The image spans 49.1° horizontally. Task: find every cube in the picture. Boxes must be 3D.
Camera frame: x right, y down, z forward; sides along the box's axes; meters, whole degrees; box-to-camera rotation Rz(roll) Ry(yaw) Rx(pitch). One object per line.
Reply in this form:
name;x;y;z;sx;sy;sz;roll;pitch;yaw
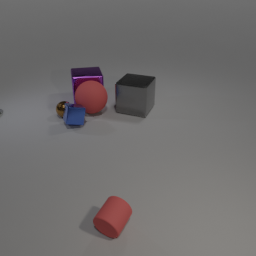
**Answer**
cube;-2.149;-0.556;11.151;0.700;0.700;0.700;3;16;-25
cube;-1.922;-1.990;13.252;1.400;1.400;1.400;-6;30;-11
cube;0.342;-1.469;12.339;1.400;1.400;1.400;11;31;18

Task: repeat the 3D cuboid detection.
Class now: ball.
ball;-2.703;-0.796;11.874;0.700;0.700;0.700;0;30;0
ball;-1.574;-1.326;12.034;1.400;1.400;1.400;0;30;0

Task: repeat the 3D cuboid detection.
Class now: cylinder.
cylinder;-0.358;2.107;6.660;0.700;0.700;0.700;15;42;25
